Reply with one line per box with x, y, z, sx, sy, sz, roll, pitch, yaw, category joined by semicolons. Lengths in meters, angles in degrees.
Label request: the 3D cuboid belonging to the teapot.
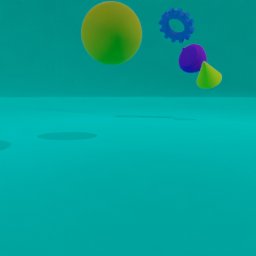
2.578;-2.585;10.795;0.878;1.114;1.792;15;36;-43;teapot

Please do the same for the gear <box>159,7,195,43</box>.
1.858;-3.909;10.714;1.345;1.345;0.249;5;50;36;gear

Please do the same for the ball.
-0.330;-1.904;5.690;1.223;1.223;1.223;0;7;0;ball

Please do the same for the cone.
2.740;-2.000;9.774;0.893;0.893;0.897;4;-34;32;cone
